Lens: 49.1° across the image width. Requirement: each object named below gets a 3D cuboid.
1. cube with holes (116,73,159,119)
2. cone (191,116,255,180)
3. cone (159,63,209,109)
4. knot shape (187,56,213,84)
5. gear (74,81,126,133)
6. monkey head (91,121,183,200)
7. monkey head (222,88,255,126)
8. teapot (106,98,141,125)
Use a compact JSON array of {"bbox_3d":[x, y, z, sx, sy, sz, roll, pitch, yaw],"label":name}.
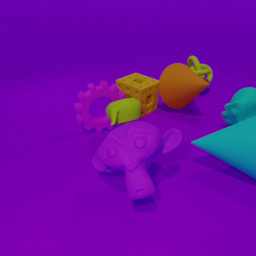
[{"bbox_3d":[0.305,-1.082,9.238,1.030,1.030,1.030,26,37,32],"label":"cube with holes"},{"bbox_3d":[2.152,0.368,6.114,1.497,1.492,1.492,3,28,11],"label":"cone"},{"bbox_3d":[1.977,-1.309,8.617,1.502,1.502,1.507,-13,11,-24],"label":"cone"},{"bbox_3d":[2.662,-2.126,10.411,1.230,0.569,1.151,39,25,0],"label":"knot shape"},{"bbox_3d":[-0.751,-0.576,7.851,1.454,1.454,0.269,-10,32,-18],"label":"gear"},{"bbox_3d":[0.139,0.583,5.286,1.951,1.404,1.176,-19,-10,10],"label":"monkey head"},{"bbox_3d":[3.414,-0.408,7.820,1.132,1.878,1.351,-29,63,-10],"label":"monkey head"},{"bbox_3d":[-0.110,-0.357,7.310,0.931,0.733,1.498,-14,0,27],"label":"teapot"}]
